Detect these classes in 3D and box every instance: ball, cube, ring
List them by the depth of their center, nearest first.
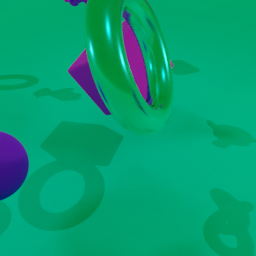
[{"bbox_3d":[0.109,-0.836,3.431,0.379,1.895,1.895,-10,30,26],"label":"ring"},{"bbox_3d":[-1.875,0.519,3.836,0.982,0.982,0.982,0,36,0],"label":"ball"},{"bbox_3d":[-0.115,-1.151,5.392,1.240,1.240,1.240,-6,44,45],"label":"cube"}]

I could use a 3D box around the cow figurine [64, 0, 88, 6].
[{"bbox_3d":[-0.873,-3.136,6.701,1.261,0.692,1.241,16,-1,45],"label":"cow figurine"}]
